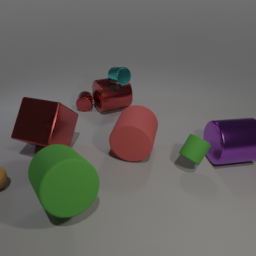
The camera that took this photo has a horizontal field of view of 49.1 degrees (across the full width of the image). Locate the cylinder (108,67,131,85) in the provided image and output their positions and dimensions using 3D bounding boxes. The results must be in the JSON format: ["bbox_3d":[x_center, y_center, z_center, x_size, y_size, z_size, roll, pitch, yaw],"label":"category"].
[{"bbox_3d":[-0.356,-2.114,11.339,0.700,0.700,0.700,-21,23,-32],"label":"cylinder"}]

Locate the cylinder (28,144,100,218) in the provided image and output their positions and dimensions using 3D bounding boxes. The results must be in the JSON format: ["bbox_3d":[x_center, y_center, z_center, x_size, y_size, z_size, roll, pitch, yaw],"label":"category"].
[{"bbox_3d":[-1.593,1.228,6.824,1.400,1.400,1.400,-16,18,-25],"label":"cylinder"}]

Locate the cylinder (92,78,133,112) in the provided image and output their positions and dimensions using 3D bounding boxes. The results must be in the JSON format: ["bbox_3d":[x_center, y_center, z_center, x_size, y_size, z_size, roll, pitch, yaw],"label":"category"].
[{"bbox_3d":[-0.703,-1.500,12.304,1.400,1.400,1.400,-13,32,-21],"label":"cylinder"}]

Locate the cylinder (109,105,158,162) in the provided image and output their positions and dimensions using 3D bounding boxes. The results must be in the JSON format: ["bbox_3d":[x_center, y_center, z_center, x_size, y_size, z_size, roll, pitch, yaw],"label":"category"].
[{"bbox_3d":[0.220,0.157,9.283,1.400,1.400,1.400,6,32,10],"label":"cylinder"}]

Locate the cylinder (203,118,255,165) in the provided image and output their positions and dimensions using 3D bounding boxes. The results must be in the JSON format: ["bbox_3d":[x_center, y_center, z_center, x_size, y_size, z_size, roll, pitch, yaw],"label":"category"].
[{"bbox_3d":[3.334,0.409,8.929,1.400,1.400,1.400,-4,30,-9],"label":"cylinder"}]

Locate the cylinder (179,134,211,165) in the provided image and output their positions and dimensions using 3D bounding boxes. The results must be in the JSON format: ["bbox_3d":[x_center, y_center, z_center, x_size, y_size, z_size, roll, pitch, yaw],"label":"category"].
[{"bbox_3d":[2.008,0.639,8.435,0.700,0.700,0.700,31,-1,0],"label":"cylinder"}]

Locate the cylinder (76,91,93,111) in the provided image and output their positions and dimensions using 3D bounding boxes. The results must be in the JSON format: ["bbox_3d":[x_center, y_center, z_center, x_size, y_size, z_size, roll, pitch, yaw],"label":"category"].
[{"bbox_3d":[-1.928,-1.193,12.490,0.700,0.700,0.700,-1,30,-1],"label":"cylinder"}]

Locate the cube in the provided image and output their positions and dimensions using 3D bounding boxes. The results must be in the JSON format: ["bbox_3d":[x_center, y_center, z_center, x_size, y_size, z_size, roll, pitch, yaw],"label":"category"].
[{"bbox_3d":[-2.692,-0.081,9.267,1.400,1.400,1.400,10,-10,17],"label":"cube"}]

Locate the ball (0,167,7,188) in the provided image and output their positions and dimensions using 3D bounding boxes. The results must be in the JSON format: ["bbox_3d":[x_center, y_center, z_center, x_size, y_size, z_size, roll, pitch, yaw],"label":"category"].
[{"bbox_3d":[-3.762,1.400,7.845,0.700,0.700,0.700,0,30,0],"label":"ball"}]
